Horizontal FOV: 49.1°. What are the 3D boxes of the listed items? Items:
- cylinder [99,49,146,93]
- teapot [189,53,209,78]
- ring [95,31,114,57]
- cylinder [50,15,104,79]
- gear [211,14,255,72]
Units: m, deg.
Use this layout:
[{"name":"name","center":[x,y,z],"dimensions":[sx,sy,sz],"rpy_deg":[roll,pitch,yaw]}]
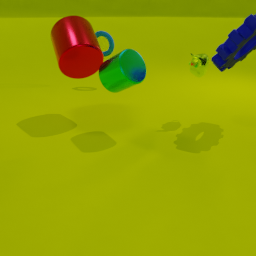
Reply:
[{"name":"cylinder","center":[-0.148,-1.488,7.401],"dimensions":[0.925,0.925,0.925],"rpy_deg":[-23,6,-42]},{"name":"teapot","center":[2.080,-1.896,8.343],"dimensions":[0.554,0.704,1.132],"rpy_deg":[18,-11,23]},{"name":"ring","center":[-1.109,-3.640,12.150],"dimensions":[1.103,1.103,0.221],"rpy_deg":[9,31,19]},{"name":"cylinder","center":[-1.536,-2.404,8.401],"dimensions":[1.336,1.336,1.336],"rpy_deg":[-9,58,-20]},{"name":"gear","center":[3.182,-2.365,7.584],"dimensions":[1.972,1.972,0.365],"rpy_deg":[-23,70,-42]}]
